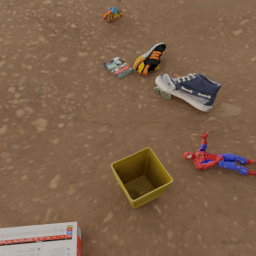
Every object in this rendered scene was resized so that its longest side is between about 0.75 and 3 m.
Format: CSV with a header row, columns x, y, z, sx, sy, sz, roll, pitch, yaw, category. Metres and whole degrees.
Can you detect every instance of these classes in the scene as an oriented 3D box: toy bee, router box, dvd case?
x,y,z,sx,sy,sz,roll,pitch,yaw,category
-0.640,-6.432,15.676,1.509,0.820,0.988,-39,37,9,toy bee
-2.673,3.858,7.204,2.797,0.683,2.511,-3,51,-3,router box
-0.460,-2.836,13.069,0.916,0.138,1.255,-33,59,-24,dvd case

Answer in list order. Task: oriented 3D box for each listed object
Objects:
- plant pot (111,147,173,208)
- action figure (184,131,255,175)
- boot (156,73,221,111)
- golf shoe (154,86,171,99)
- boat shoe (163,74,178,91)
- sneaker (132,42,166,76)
x,y,z,sx,sy,sz,roll,pitch,yaw,category
0.388,1.684,8.656,1.379,1.216,1.379,-22,54,-18,plant pot
3.252,0.897,9.297,2.713,1.343,0.885,5,50,8,action figure
2.431,-1.827,11.412,2.647,1.196,0.963,32,36,20,boot
1.537,-1.551,11.897,0.890,0.348,0.433,38,54,25,golf shoe
1.563,-1.655,10.163,0.276,0.292,0.835,-1,43,-30,boat shoe
1.202,-3.132,13.021,0.974,0.757,2.165,44,62,12,sneaker
